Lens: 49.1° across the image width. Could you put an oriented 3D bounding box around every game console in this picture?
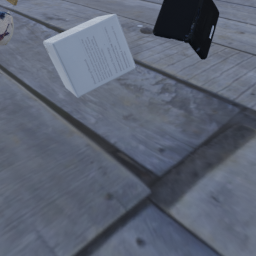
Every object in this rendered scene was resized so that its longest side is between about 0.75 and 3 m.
[{"bbox_3d":[1.928,-3.382,9.015,1.127,1.703,1.936,6,71,44],"label":"game console"}]

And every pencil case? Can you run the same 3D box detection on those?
[{"bbox_3d":[-3.325,-2.377,5.695,1.841,0.716,0.823,15,55,-48],"label":"pencil case"}]

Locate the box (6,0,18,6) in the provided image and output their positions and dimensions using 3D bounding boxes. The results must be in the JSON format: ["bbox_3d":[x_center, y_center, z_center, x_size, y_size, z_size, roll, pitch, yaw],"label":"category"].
[{"bbox_3d":[-2.618,-3.302,6.007,0.819,1.002,0.107,34,31,3],"label":"box"}]

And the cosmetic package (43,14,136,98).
[{"bbox_3d":[-0.913,-1.703,6.497,1.535,1.277,1.284,-30,28,-13],"label":"cosmetic package"}]
